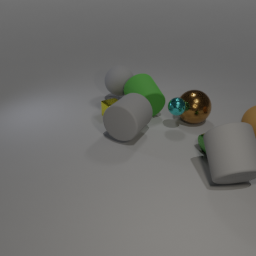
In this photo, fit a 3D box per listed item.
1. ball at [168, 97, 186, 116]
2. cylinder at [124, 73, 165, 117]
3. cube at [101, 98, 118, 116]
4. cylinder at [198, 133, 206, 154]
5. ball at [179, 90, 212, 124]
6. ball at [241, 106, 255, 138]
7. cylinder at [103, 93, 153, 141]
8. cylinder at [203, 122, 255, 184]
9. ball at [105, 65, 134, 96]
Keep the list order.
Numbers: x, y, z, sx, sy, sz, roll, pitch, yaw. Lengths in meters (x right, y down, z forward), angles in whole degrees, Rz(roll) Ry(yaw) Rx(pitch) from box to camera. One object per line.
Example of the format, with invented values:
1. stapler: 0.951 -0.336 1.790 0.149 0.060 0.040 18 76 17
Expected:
1. ball: 1.887 -0.827 10.777 0.700 0.700 0.700 0 29 0
2. cylinder: 0.694 -1.379 12.023 1.400 1.400 1.400 -10 48 -18
3. cube: -0.692 -0.812 12.132 0.700 0.700 0.700 -16 33 -27
4. cylinder: 2.887 0.464 9.665 0.700 0.700 0.700 -19 32 -9
5. ball: 2.703 -0.868 11.492 1.400 1.400 1.400 0 29 0
6. ball: 4.870 -0.154 10.199 1.400 1.400 1.400 0 29 0
7. cylinder: 0.013 -0.425 10.355 1.400 1.400 1.400 14 31 23
8. cylinder: 2.971 0.743 7.959 1.400 1.400 1.400 -3 66 -5
9. ball: -0.392 -2.203 13.077 1.400 1.400 1.400 0 29 0
